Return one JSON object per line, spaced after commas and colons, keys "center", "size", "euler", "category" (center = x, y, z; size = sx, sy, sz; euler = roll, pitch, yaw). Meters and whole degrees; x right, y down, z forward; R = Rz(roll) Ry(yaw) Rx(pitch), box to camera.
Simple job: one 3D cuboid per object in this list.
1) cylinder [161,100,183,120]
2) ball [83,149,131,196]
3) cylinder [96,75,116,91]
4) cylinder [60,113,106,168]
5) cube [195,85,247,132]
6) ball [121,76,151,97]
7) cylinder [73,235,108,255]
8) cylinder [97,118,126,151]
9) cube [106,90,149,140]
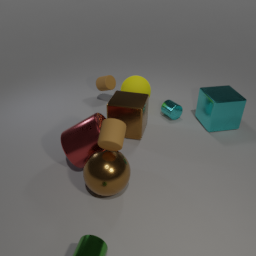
{"center": [1.935, -0.814, 12.394], "size": [0.700, 0.700, 0.700], "euler": [-17, 35, -26], "category": "cylinder"}
{"center": [-0.621, 1.295, 8.276], "size": [1.400, 1.400, 1.400], "euler": [0, 31, 0], "category": "ball"}
{"center": [-1.055, -2.134, 13.368], "size": [0.700, 0.700, 0.700], "euler": [0, 24, 44], "category": "cylinder"}
{"center": [-1.252, 0.412, 9.258], "size": [1.400, 1.400, 1.400], "euler": [-28, 29, 13], "category": "cylinder"}
{"center": [3.809, -0.830, 11.695], "size": [1.400, 1.400, 1.400], "euler": [-6, 34, -10], "category": "cube"}
{"center": [0.356, -1.707, 12.916], "size": [1.400, 1.400, 1.400], "euler": [0, 31, 0], "category": "ball"}
{"center": [-0.884, 2.912, 6.303], "size": [0.700, 0.700, 0.700], "euler": [7, 32, 11], "category": "cylinder"}
{"center": [-0.444, 0.192, 7.836], "size": [0.700, 0.700, 0.700], "euler": [6, 63, 9], "category": "cylinder"}
{"center": [0.008, -0.543, 11.245], "size": [1.400, 1.400, 1.400], "euler": [8, 32, 11], "category": "cube"}
